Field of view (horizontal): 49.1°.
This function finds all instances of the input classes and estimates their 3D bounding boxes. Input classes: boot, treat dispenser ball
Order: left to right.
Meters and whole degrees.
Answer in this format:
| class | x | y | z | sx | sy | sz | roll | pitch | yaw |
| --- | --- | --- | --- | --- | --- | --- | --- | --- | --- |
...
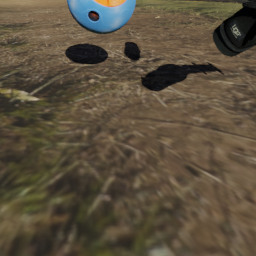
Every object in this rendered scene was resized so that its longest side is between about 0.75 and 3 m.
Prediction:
| class | x | y | z | sx | sy | sz | roll | pitch | yaw |
| --- | --- | --- | --- | --- | --- | --- | --- | --- | --- |
| treat dispenser ball | -0.773 | -3.779 | 8.136 | 2.005 | 2.005 | 2.005 | 0 | 29 | 0 |
| boot | 2.840 | -2.243 | 4.694 | 2.567 | 0.950 | 2.104 | -34 | 2 | -27 |
